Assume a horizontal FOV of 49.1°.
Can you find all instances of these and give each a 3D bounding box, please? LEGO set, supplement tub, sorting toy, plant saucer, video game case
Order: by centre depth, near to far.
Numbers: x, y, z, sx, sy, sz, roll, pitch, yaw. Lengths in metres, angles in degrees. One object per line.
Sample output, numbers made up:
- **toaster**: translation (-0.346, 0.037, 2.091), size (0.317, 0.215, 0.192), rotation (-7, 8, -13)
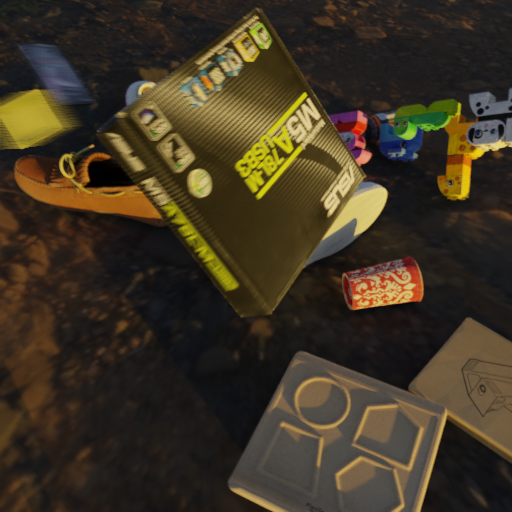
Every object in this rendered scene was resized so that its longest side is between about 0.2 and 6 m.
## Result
- **sorting toy**: translation (1.053, 2.359, 6.878), size (2.090, 0.412, 2.258), rotation (19, 45, 19)
- **plant saucer**: translation (-3.099, -1.857, 7.674), size (0.624, 0.149, 0.623), rotation (-32, 94, -12)
- **video game case**: translation (-3.564, -3.240, 10.040), size (0.118, 1.249, 0.892), rotation (-30, 5, 25)
- **LEGO set**: translation (3.301, -1.932, 10.690), size (3.971, 1.629, 1.515), rotation (3, -2, 43)
- **supplement tub**: translation (2.757, -2.825, 12.317), size (1.141, 0.610, 0.610), rotation (-17, 46, -16)

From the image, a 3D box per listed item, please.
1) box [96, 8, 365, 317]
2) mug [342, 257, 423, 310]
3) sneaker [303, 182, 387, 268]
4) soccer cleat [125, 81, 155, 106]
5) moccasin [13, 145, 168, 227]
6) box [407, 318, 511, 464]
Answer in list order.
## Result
- **box**: translation (-0.064, -1.166, 6.723), size (0.659, 2.680, 2.775), rotation (-16, 28, 48)
- **mug**: translation (1.936, 0.487, 8.845), size (1.084, 0.962, 0.723), rotation (-11, 80, -5)
- **sneaker**: translation (0.497, -0.777, 9.649), size (3.376, 1.244, 1.951), rotation (-28, 53, -25)
- **soccer cleat**: translation (-2.322, -3.430, 12.446), size (1.062, 1.313, 3.041), rotation (-12, 44, -12)
- **moccasin**: translation (-2.971, -1.420, 10.302), size (3.304, 1.275, 1.208), rotation (16, 45, 17)
- **box**: translation (3.361, 1.876, 7.543), size (2.049, 0.218, 1.675), rotation (33, 52, 30)
